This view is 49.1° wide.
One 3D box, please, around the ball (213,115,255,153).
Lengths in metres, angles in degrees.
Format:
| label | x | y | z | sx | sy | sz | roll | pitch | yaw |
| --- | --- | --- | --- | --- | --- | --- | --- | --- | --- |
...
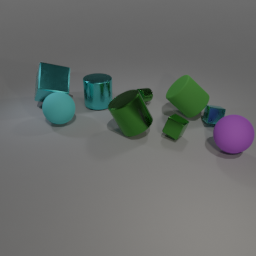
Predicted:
| label | x | y | z | sx | sy | sz | roll | pitch | yaw |
| --- | --- | --- | --- | --- | --- | --- | --- | --- | --- |
| ball | 3.806 | 0.216 | 10.120 | 1.400 | 1.400 | 1.400 | 0 | 31 | 0 |

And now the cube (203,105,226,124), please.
| label | x | y | z | sx | sy | sz | roll | pitch | yaw |
| --- | --- | --- | --- | --- | --- | --- | --- | --- | --- |
| cube | 3.739 | -0.584 | 12.198 | 0.700 | 0.700 | 0.700 | 7 | 15 | -3 |

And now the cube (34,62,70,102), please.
| label | x | y | z | sx | sy | sz | roll | pitch | yaw |
| --- | --- | --- | --- | --- | --- | --- | --- | --- | --- |
| cube | -3.629 | -2.093 | 13.399 | 1.400 | 1.400 | 1.400 | 6 | 70 | -23 |

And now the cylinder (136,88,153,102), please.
| label | x | y | z | sx | sy | sz | roll | pitch | yaw |
| --- | --- | --- | --- | --- | --- | --- | --- | --- | --- |
| cylinder | 0.761 | -1.613 | 13.854 | 0.700 | 0.700 | 0.700 | 27 | 28 | 37 |

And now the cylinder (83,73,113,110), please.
| label | x | y | z | sx | sy | sz | roll | pitch | yaw |
| --- | --- | --- | --- | --- | --- | --- | --- | --- | --- |
| cylinder | -1.468 | -1.802 | 13.735 | 1.400 | 1.400 | 1.400 | 1 | 30 | 0 |

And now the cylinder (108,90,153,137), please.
| label | x | y | z | sx | sy | sz | roll | pitch | yaw |
| --- | --- | --- | --- | --- | --- | --- | --- | --- | --- |
| cylinder | 0.105 | -0.605 | 11.345 | 1.400 | 1.400 | 1.400 | -24 | 27 | 13 |

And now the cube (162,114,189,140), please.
| label | x | y | z | sx | sy | sz | roll | pitch | yaw |
| --- | --- | --- | --- | --- | --- | --- | --- | --- | --- |
| cube | 1.914 | -0.062 | 11.233 | 0.700 | 0.700 | 0.700 | 32 | 29 | 19 |

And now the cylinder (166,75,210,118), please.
| label | x | y | z | sx | sy | sz | roll | pitch | yaw |
| --- | --- | --- | --- | --- | --- | --- | --- | --- | --- |
| cylinder | 2.669 | -1.419 | 12.587 | 1.400 | 1.400 | 1.400 | 39 | 27 | -17 |

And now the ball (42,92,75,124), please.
| label | x | y | z | sx | sy | sz | roll | pitch | yaw |
| --- | --- | --- | --- | --- | --- | --- | --- | --- | --- |
| ball | -3.006 | -0.862 | 12.208 | 1.400 | 1.400 | 1.400 | 0 | 31 | 0 |
